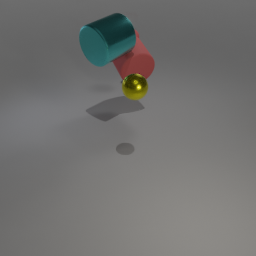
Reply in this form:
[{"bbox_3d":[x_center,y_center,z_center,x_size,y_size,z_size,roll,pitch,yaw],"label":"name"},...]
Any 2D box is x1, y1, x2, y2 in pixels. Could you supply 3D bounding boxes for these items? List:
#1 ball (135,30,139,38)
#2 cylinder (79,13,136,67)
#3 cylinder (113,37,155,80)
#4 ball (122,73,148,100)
[{"bbox_3d":[0.172,-4.248,13.043,0.700,0.700,0.700,0,31,0],"label":"ball"},{"bbox_3d":[-0.682,-2.977,9.459,1.400,1.400,1.400,26,48,36],"label":"cylinder"},{"bbox_3d":[0.143,-2.687,10.978,1.400,1.400,1.400,-11,50,-18],"label":"cylinder"},{"bbox_3d":[0.184,-1.075,7.340,0.700,0.700,0.700,0,31,0],"label":"ball"}]
